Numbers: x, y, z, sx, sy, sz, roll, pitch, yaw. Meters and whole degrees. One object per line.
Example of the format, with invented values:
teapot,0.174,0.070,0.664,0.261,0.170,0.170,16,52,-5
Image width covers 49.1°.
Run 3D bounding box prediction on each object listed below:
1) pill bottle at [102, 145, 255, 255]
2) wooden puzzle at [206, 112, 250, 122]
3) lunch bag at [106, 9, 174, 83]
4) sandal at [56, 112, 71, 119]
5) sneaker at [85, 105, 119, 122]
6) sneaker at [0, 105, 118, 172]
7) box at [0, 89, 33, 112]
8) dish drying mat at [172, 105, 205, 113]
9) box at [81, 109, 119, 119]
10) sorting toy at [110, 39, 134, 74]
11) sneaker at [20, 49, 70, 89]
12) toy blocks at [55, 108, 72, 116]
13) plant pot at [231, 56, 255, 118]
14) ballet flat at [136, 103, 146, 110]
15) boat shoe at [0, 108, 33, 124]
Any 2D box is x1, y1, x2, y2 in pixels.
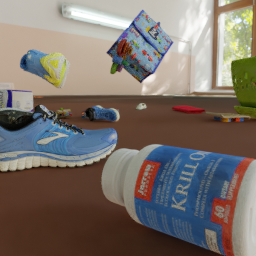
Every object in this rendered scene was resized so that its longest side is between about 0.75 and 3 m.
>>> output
pill bottle,0.445,0.558,2.490,1.376,0.772,0.772,6,10,38
wooden puzzle,3.858,-0.419,10.899,1.271,0.294,1.177,2,8,-16
lunch bag,0.704,-3.606,11.960,1.978,2.627,1.236,40,-25,-13
sandal,-2.877,-0.556,11.726,1.033,0.282,0.422,4,9,26
sneaker,-1.032,-0.484,10.506,0.791,0.546,1.422,-22,32,-40
sneaker,-1.230,0.116,4.710,2.254,1.005,0.885,-3,9,-22
box,-5.576,-1.232,12.617,1.920,1.007,1.766,4,6,10
dish drying mat,3.167,-0.988,14.950,0.938,0.222,2.443,-2,10,-10
box,-1.160,-0.623,12.083,1.121,0.309,1.641,2,9,14
sorting toy,-0.186,-2.457,10.030,0.571,1.390,0.835,23,33,3
sneaker,-2.841,-2.145,9.697,1.459,1.052,2.778,17,-6,-10
toy blocks,-2.781,-0.641,12.316,0.759,0.379,0.519,-7,22,-36
plant pot,5.966,-1.604,11.402,2.704,2.454,2.691,-1,8,-9
ballet flat,0.763,-1.287,16.506,0.381,0.381,1.062,4,10,25
boat shoe,-3.020,-0.187,7.897,2.040,0.700,0.578,2,9,-3
